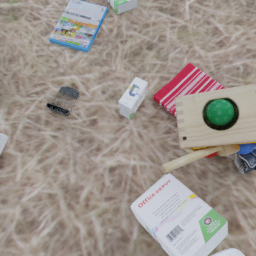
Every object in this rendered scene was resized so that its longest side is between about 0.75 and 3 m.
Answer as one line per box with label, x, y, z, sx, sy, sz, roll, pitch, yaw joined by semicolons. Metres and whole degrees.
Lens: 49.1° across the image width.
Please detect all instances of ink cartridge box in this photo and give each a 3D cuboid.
ink cartridge box;0.178;-0.995;9.390;0.504;0.837;1.152;30;70;12
ink cartridge box;-0.322;-5.394;11.460;0.925;0.533;1.268;-27;69;-11
ink cartridge box;1.316;2.450;7.458;1.512;0.877;2.088;-37;46;-16

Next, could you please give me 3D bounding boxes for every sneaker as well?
sneaker;4.247;1.086;8.458;2.067;0.786;1.494;39;64;23

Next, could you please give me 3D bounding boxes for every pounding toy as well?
pounding toy;2.292;0.134;7.335;2.457;2.669;1.897;-8;78;20

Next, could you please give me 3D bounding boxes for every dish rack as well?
dish rack;-2.198;-0.988;9.687;0.846;0.301;1.103;21;68;8

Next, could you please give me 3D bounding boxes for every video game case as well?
video game case;-1.924;-4.112;11.093;1.620;0.201;2.263;17;67;7

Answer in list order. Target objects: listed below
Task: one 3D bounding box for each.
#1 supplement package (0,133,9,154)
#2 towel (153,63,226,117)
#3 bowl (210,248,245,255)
supplement package;-5.267;0.485;8.040;2.415;1.833;1.820;21;80;8
towel;2.567;-0.795;9.590;2.944;0.331;2.129;41;71;14
bowl;2.307;4.474;7.012;2.311;0.864;2.314;-22;68;-9
